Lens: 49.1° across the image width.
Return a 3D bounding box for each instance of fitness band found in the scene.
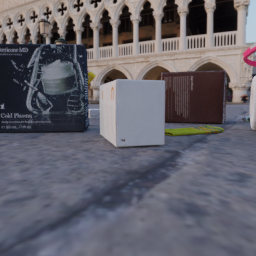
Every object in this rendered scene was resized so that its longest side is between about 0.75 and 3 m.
[{"bbox_3d":[3.414,-1.876,7.124,0.738,0.192,1.027,15,-19,-13],"label":"fitness band"}]

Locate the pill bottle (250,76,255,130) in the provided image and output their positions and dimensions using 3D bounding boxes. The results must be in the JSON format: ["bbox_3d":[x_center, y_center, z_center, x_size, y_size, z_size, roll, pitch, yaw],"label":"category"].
[{"bbox_3d":[4.921,-0.676,7.634,2.838,1.576,1.576,2,6,19],"label":"pill bottle"}]

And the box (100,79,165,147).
[{"bbox_3d":[0.001,-0.362,6.166,0.986,1.259,2.023,-1,6,-14],"label":"box"}]

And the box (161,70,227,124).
[{"bbox_3d":[2.662,-1.226,11.198,2.367,1.944,1.964,2,6,21],"label":"box"}]

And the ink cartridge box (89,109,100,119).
[{"bbox_3d":[-1.599,-0.715,13.736,0.747,0.425,1.025,-2,6,-20],"label":"ink cartridge box"}]

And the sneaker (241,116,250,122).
[{"bbox_3d":[4.969,-0.407,11.387,0.760,0.295,0.532,-2,7,-22],"label":"sneaker"}]

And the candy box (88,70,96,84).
[{"bbox_3d":[-2.024,-2.236,10.955,1.408,0.186,0.720,33,-43,-21],"label":"candy box"}]

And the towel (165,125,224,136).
[{"bbox_3d":[1.699,0.060,7.544,1.734,0.157,0.746,-3,6,-27],"label":"towel"}]

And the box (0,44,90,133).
[{"bbox_3d":[-2.379,-1.119,8.111,2.409,2.368,1.493,-1,6,-4],"label":"box"}]
